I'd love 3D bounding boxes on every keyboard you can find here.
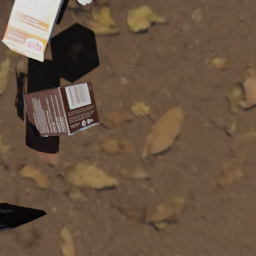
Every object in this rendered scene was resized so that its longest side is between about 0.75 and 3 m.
[{"bbox_3d":[-2.625,1.836,5.432,1.531,2.942,0.583,12,76,-1],"label":"keyboard"}]

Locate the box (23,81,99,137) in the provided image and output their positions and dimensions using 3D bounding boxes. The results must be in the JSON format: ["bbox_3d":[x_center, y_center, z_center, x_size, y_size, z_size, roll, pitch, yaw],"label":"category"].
[{"bbox_3d":[-1.487,-0.425,6.333,1.230,1.021,1.010,-4,103,36],"label":"box"}]

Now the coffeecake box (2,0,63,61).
[{"bbox_3d":[-1.830,-2.606,5.898,0.792,1.664,2.168,18,94,-19],"label":"coffeecake box"}]

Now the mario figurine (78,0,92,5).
[{"bbox_3d":[-0.962,-4.113,7.277,2.800,1.728,1.484,4,104,8],"label":"mario figurine"}]
